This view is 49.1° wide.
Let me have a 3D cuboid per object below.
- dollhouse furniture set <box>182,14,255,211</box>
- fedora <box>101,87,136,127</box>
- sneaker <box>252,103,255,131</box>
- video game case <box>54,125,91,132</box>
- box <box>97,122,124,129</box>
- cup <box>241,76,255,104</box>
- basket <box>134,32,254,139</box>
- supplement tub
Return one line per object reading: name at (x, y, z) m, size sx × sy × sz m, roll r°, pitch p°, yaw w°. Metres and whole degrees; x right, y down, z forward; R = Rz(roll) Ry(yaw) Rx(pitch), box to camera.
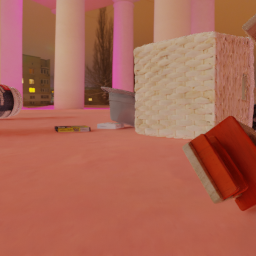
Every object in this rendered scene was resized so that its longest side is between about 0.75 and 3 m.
dollhouse furniture set at (1.261, -0.108, 1.768) m, size 1.635 × 1.653 × 0.852 m, roll -41°, pitch -29°, yaw 27°
fedora at (0.158, -0.602, 9.312) m, size 2.104 × 1.074 × 2.379 m, roll 15°, pitch 6°, yaw 42°
sneaker at (3.797, -0.301, 7.543) m, size 1.535 × 0.873 × 0.579 m, roll 2°, pitch 5°, yaw 21°
video game case at (-1.656, 0.017, 8.255) m, size 0.926 × 0.131 × 1.024 m, roll -2°, pitch 4°, yaw -19°
box at (-0.555, -0.076, 9.165) m, size 0.638 × 0.169 × 0.819 m, roll 2°, pitch 6°, yaw 19°
cup at (4.568, -1.235, 12.343) m, size 2.735 × 1.956 × 2.735 m, roll 1°, pitch 5°, yaw 0°
basket at (1.526, -0.966, 6.813) m, size 2.382 × 2.361 × 1.916 m, roll 5°, pitch 9°, yaw 44°
supplement tub at (-7.120, -1.405, 14.711) m, size 1.881 × 1.881 × 2.681 m, roll 2°, pitch 5°, yaw 21°
